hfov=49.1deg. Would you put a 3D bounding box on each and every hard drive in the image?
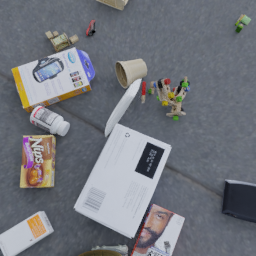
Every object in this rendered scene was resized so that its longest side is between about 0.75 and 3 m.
[{"bbox_3d":[4.318,2.574,9.725,1.964,0.416,1.324,12,75,3],"label":"hard drive"}]

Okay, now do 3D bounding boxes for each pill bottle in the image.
[{"bbox_3d":[-2.860,-0.224,10.351,1.324,0.733,0.733,27,76,7],"label":"pill bottle"}]

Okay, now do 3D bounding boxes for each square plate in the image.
[{"bbox_3d":[-0.197,-0.767,9.614,0.260,1.824,1.807,32,118,-7],"label":"square plate"}]

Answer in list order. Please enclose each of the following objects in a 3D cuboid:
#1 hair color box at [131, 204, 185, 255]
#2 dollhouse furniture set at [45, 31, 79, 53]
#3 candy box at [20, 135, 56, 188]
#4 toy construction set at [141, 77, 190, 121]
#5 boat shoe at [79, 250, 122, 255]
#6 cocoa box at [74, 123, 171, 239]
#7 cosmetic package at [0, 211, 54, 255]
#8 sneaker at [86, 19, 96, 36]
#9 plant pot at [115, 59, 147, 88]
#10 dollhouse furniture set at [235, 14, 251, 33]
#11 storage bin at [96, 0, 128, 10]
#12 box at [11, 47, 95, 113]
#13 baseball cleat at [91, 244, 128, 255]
[{"bbox_3d":[0.930,3.744,9.269,1.174,0.677,2.117,22,74,7],"label":"hair color box"},{"bbox_3d":[-2.725,-3.822,11.451,1.039,0.578,0.919,-32,77,-9],"label":"dollhouse furniture set"},{"bbox_3d":[-3.210,1.198,10.066,1.079,0.522,1.849,-1,76,-1],"label":"candy box"},{"bbox_3d":[1.389,-1.022,10.405,1.837,1.532,1.412,3,86,22],"label":"toy construction set"},{"bbox_3d":[-1.484,4.745,8.871,2.938,0.924,1.072,-19,46,-7],"label":"boat shoe"},{"bbox_3d":[-0.107,1.717,9.177,1.968,1.937,2.951,24,76,6],"label":"cocoa box"},{"bbox_3d":[-3.423,3.556,9.373,1.597,0.569,0.810,-31,77,-8],"label":"cosmetic package"},{"bbox_3d":[-1.483,-4.182,11.715,0.375,0.271,0.768,19,77,6],"label":"sneaker"},{"bbox_3d":[0.166,-2.196,10.837,0.980,1.070,1.070,-22,75,-18],"label":"plant pot"},{"bbox_3d":[4.832,-4.457,11.750,0.456,0.352,0.913,35,77,9],"label":"dollhouse furniture set"},{"bbox_3d":[-0.480,-5.995,12.035,1.392,0.657,1.402,24,75,6],"label":"storage bin"},{"bbox_3d":[-2.802,-1.937,10.910,2.962,0.614,1.763,-20,75,-7],"label":"box"},{"bbox_3d":[-0.598,4.203,9.265,1.225,0.427,0.652,-4,74,0],"label":"baseball cleat"}]
